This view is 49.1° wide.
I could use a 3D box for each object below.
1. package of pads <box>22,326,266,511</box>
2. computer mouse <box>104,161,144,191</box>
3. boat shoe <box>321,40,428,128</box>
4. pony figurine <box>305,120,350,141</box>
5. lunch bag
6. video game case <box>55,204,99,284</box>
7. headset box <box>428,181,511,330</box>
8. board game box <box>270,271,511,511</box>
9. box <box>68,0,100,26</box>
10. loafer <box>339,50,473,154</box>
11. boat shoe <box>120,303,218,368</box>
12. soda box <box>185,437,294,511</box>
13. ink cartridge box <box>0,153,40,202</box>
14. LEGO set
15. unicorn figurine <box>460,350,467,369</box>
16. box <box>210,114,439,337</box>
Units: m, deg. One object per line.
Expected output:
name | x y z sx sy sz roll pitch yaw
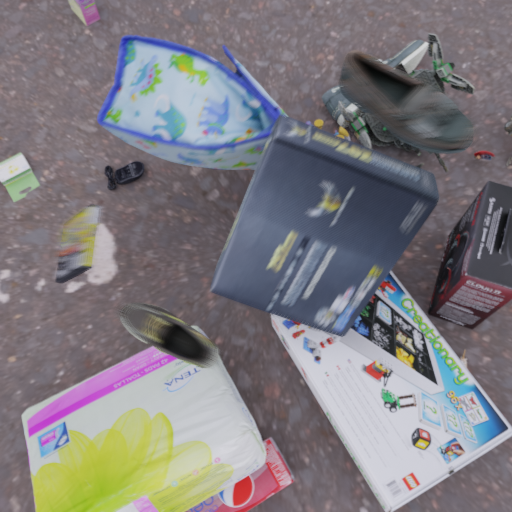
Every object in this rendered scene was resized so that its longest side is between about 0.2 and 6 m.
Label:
package of pads | -1.939 3.096 9.469 3.627 1.237 2.802 -27 42 -9
computer mouse | -2.911 -1.836 12.566 0.925 0.244 0.640 -18 69 5
boat shoe | 2.789 -4.225 13.068 2.965 1.080 0.916 -41 78 -10
pony figurine | 1.416 -2.339 12.237 1.501 1.555 1.295 9 75 21
lunch bag | -0.657 -2.419 9.815 3.104 2.639 1.978 21 96 15
video game case | -3.217 -0.195 10.049 0.164 1.286 1.163 16 66 -37
headset box | 4.246 0.015 10.481 0.993 2.648 1.968 18 70 8
board game box | 2.338 2.176 10.364 2.547 0.698 4.035 -27 62 -10
box | -4.389 -6.396 14.046 0.419 0.866 0.762 -36 72 -13
loafer | 2.332 -2.455 8.897 2.433 0.765 0.874 35 78 21
boat shoe | -1.288 1.108 8.122 1.607 0.484 0.573 26 79 7
soda box | -0.708 4.216 9.696 2.724 0.954 0.864 -28 73 -10
ink cartridge box | -5.344 -1.760 12.528 0.696 0.229 0.957 -31 69 -12
LEGO set | 3.962 -3.068 12.514 4.508 1.277 2.927 21 102 -11
unicorn figurine | 3.990 2.423 10.795 0.677 0.364 0.986 -32 86 -23
box | 0.919 -0.305 8.830 2.522 3.199 0.816 21 39 -7
